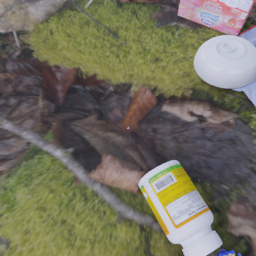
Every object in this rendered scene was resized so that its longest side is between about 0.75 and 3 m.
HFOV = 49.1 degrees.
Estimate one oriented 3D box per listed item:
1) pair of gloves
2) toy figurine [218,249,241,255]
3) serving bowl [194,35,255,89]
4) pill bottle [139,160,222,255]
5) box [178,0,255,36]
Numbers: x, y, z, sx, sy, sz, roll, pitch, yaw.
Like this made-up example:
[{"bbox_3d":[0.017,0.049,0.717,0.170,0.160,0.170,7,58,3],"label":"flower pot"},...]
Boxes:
[{"bbox_3d":[3.883,-1.929,8.428,2.855,0.325,2.295,-34,70,-14],"label":"pair of gloves"},{"bbox_3d":[2.095,2.995,6.012,1.220,0.644,0.731,-9,36,-7],"label":"toy figurine"},{"bbox_3d":[2.925,-2.081,8.176,1.915,0.630,1.915,-3,57,5],"label":"serving bowl"},{"bbox_3d":[1.152,1.801,6.146,1.091,1.091,1.964,-25,67,-12],"label":"pill bottle"},{"bbox_3d":[2.833,-3.973,9.023,2.141,1.013,1.099,26,67,12],"label":"box"}]
